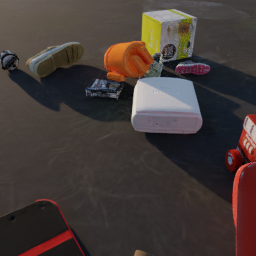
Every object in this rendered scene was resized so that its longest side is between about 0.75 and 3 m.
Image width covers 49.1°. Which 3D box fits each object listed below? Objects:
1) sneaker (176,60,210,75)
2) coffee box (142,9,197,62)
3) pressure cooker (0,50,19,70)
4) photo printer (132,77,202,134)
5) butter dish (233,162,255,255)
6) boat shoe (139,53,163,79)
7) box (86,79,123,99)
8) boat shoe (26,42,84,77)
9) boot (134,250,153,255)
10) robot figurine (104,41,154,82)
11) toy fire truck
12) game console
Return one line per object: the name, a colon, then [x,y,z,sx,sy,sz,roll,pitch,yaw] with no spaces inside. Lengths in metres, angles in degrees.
sneaker: [2.884,-2.750,12.488,1.485,0.548,0.649,1,42,10]
coffee box: [1.935,-4.586,13.844,1.925,1.944,1.947,-15,38,-20]
pressure cooker: [-5.401,-3.070,12.744,0.799,0.787,0.895,-10,36,-33]
photo printer: [1.271,-0.911,9.602,2.184,0.912,2.626,3,36,3]
butter dish: [2.988,1.474,5.681,2.253,2.246,1.665,-5,13,-5]
boat shoe: [1.009,-2.507,11.972,0.876,0.754,2.432,8,36,10]
box: [-0.902,-1.552,11.014,1.269,0.316,1.000,7,36,11]
boat shoe: [-3.302,-3.324,12.840,0.989,1.081,2.891,30,46,27]
boot: [0.821,2.779,4.877,1.724,0.635,0.651,11,55,24]
robot figurine: [-0.064,-2.693,11.185,1.365,1.684,2.341,-2,12,-37]
toy fire truck: [3.205,0.696,6.874,0.991,1.484,1.767,-3,36,-4]
game console: [-2.206,2.598,5.255,2.555,0.397,2.260,-21,45,-26]
